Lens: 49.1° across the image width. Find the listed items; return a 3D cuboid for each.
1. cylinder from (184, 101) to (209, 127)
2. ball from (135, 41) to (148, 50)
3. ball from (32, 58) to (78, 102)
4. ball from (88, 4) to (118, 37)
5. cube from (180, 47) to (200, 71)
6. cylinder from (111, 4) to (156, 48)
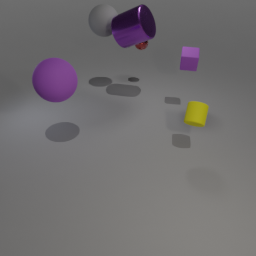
[{"bbox_3d":[2.286,-0.460,9.397,0.700,0.700,0.700,14,-8,2],"label":"cylinder"},{"bbox_3d":[0.678,-4.311,14.196,0.700,0.700,0.700,0,31,0],"label":"ball"},{"bbox_3d":[-2.308,-1.513,8.889,1.400,1.400,1.400,0,31,0],"label":"ball"},{"bbox_3d":[-1.104,-4.891,12.782,1.400,1.400,1.400,0,31,0],"label":"ball"},{"bbox_3d":[2.563,-2.875,11.668,0.700,0.700,0.700,7,52,8],"label":"cube"},{"bbox_3d":[0.246,-4.234,11.753,1.400,1.400,1.400,-9,23,34],"label":"cylinder"}]
